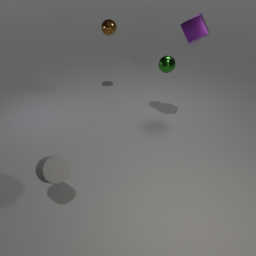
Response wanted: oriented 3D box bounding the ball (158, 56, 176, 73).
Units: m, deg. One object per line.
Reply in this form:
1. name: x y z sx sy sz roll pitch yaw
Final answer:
1. ball: 1.587 -2.588 11.403 0.700 0.700 0.700 0 32 0

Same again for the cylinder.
1. cylinder: -1.914 1.059 7.122 0.700 0.700 0.700 -22 5 -32

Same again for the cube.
1. cube: 2.261 -3.354 9.415 0.700 0.700 0.700 -21 18 27

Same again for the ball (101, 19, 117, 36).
1. ball: -0.864 -4.546 12.660 0.700 0.700 0.700 0 32 0
